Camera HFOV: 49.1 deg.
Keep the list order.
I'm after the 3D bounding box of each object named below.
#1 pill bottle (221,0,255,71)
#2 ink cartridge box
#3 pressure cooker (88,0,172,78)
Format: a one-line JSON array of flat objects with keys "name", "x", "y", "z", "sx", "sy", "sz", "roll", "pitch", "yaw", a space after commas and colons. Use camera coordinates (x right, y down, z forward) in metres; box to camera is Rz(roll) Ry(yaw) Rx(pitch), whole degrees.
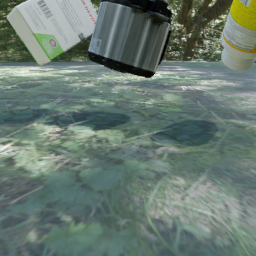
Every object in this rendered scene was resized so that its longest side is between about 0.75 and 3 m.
[{"name": "pill bottle", "x": 3.573, "y": -3.013, "z": 7.967, "sx": 1.472, "sy": 2.825, "sz": 1.472, "roll": 0, "pitch": 57, "yaw": 0}, {"name": "ink cartridge box", "x": -2.426, "y": -3.654, "z": 9.682, "sx": 2.575, "sy": 1.874, "sz": 1.082, "roll": -44, "pitch": 25, "yaw": -30}, {"name": "pressure cooker", "x": 0.138, "y": -3.255, "z": 9.236, "sx": 2.473, "sy": 2.812, "sz": 2.512, "roll": 19, "pitch": 14, "yaw": 11}]
